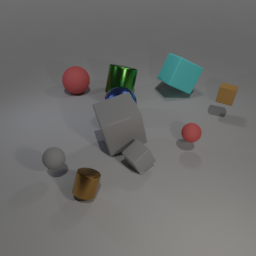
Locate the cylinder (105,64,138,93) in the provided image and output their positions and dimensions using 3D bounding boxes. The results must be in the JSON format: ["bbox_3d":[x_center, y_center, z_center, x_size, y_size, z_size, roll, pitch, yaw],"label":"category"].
[{"bbox_3d":[-0.330,-2.320,13.741,1.400,1.400,1.400,11,15,-3],"label":"cylinder"}]

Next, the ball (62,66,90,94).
[{"bbox_3d":[-2.647,-2.444,14.282,1.400,1.400,1.400,0,31,0],"label":"ball"}]

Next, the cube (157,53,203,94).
[{"bbox_3d":[2.573,-2.724,13.973,1.400,1.400,1.400,18,16,-26],"label":"cube"}]

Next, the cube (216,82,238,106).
[{"bbox_3d":[4.199,-1.444,11.884,0.700,0.700,0.700,19,30,18],"label":"cube"}]

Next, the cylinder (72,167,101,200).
[{"bbox_3d":[-1.193,1.591,8.059,0.700,0.700,0.700,14,12,-3],"label":"cylinder"}]

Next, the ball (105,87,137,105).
[{"bbox_3d":[-0.317,-1.070,12.015,1.400,1.400,1.400,0,31,0],"label":"ball"}]

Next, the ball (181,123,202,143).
[{"bbox_3d":[2.233,0.167,9.860,0.700,0.700,0.700,0,31,0],"label":"ball"}]

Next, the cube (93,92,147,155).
[{"bbox_3d":[-0.283,-0.163,9.879,1.400,1.400,1.400,-20,43,-5],"label":"cube"}]

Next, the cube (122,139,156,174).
[{"bbox_3d":[0.357,0.943,9.185,0.700,0.700,0.700,-41,45,-10],"label":"cube"}]

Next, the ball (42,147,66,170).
[{"bbox_3d":[-2.281,0.932,8.617,0.700,0.700,0.700,0,31,0],"label":"ball"}]
